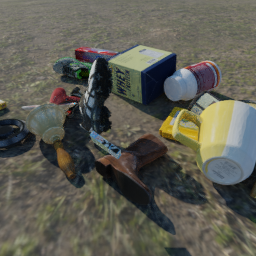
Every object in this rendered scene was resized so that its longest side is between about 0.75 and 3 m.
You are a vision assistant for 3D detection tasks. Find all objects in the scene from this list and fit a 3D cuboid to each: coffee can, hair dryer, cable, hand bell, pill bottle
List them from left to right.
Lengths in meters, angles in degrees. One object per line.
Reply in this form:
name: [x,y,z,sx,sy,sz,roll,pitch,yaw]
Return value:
hand bell: [-2.422,0.587,9.742,1.519,1.519,2.917,-17,48,-24]
hair dryer: [-2.743,-1.472,13.125,1.756,0.626,2.306,27,39,37]
cable: [-2.536,-0.835,12.461,0.670,0.347,1.380,8,35,23]
pill bottle: [3.106,-2.239,13.555,2.712,1.532,1.532,-23,39,-31]
coffee can: [3.237,-0.385,10.426,1.297,1.297,1.773,-28,58,-36]

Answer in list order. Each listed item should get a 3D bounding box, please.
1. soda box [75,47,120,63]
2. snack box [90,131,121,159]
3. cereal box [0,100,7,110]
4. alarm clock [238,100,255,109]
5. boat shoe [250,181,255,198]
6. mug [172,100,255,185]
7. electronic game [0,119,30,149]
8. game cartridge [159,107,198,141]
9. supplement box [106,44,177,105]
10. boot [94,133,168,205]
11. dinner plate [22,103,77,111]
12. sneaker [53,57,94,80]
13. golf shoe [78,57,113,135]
soda box: [-1.932,-4.410,17.520,2.754,0.873,0.964,14,34,22]
snack box: [-0.600,0.470,7.585,0.915,0.532,0.170,34,74,12]
cereal box: [-6.508,-1.064,12.878,1.491,0.295,1.073,18,37,26]
alarm clock: [4.857,-0.419,11.448,1.581,0.780,2.344,28,40,35]
boat shoe: [4.554,1.371,8.683,0.780,0.912,2.490,25,50,27]
mug: [2.905,0.596,9.001,2.654,2.126,2.179,0,39,27]
electronic game: [-4.760,0.197,10.834,1.881,0.391,1.881,-1,35,1]
game cartridge: [2.440,-0.111,11.376,1.848,0.340,2.097,14,35,20]
supplement box: [0.660,-2.765,14.007,2.549,1.713,2.551,25,46,34]
boot: [0.615,1.140,9.112,2.607,0.837,2.430,-23,41,-38]
dinner plate: [-3.351,-0.884,12.068,2.290,0.278,2.290,-4,9,1]
sneaker: [-2.966,-3.291,15.653,2.664,1.039,1.135,6,34,9]
golf shoe: [-1.329,-1.196,10.364,1.333,2.821,1.097,6,4,33]
